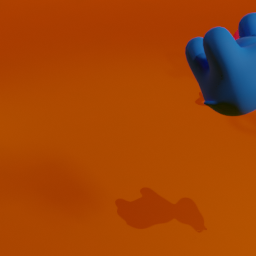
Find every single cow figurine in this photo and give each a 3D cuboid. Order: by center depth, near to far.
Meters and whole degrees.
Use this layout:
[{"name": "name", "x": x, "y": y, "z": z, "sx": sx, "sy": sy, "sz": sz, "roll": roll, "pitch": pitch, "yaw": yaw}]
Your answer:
[{"name": "cow figurine", "x": 1.184, "y": -0.339, "z": 2.249, "sx": 1.251, "sy": 1.231, "sz": 0.686, "roll": -26, "pitch": 10, "yaw": -10}]

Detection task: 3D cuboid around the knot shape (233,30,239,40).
[{"name": "knot shape", "x": 3.128, "y": -1.985, "z": 7.063, "sx": 1.335, "sy": 0.617, "sz": 1.250, "roll": -42, "pitch": 44, "yaw": -15}]
